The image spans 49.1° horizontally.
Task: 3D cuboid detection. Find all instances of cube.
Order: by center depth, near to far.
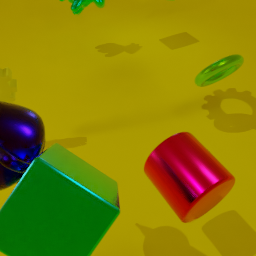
[{"bbox_3d":[-0.581,0.677,2.394,0.746,0.746,0.746,34,92,-6],"label":"cube"}]

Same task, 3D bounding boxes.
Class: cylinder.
[{"bbox_3d":[0.795,0.642,3.731,0.868,0.868,0.868,-25,54,-21],"label":"cylinder"}]

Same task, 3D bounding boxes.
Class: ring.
[{"bbox_3d":[2.143,-1.340,6.622,1.210,1.210,0.242,-21,79,-18],"label":"ring"}]

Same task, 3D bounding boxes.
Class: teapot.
[{"bbox_3d":[-1.285,0.104,2.678,1.406,0.689,0.874,25,77,46],"label":"teapot"}]

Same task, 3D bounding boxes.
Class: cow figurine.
[{"bbox_3d":[-1.438,-4.418,9.201,1.449,0.795,1.426,43,94,-7],"label":"cow figurine"}]

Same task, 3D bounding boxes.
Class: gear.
[{"bbox_3d":[-3.076,-0.874,5.873,1.389,1.389,0.257,-10,54,-9],"label":"gear"}]
